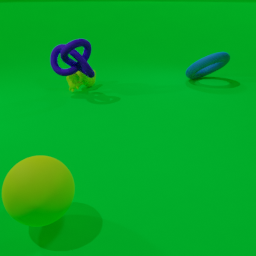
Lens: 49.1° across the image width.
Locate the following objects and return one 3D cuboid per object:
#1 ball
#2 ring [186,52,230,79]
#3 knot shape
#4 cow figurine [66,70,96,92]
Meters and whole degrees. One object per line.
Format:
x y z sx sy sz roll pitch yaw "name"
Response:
-1.373 0.967 4.349 1.068 1.068 1.068 0 27 0 "ball"
3.200 -2.491 11.281 1.828 0.366 1.828 -20 -8 -3 "ring"
-1.763 -2.345 9.295 1.616 1.512 0.747 18 53 -11 "knot shape"
-1.729 -1.808 10.573 0.697 1.250 1.270 -19 -28 32 "cow figurine"
